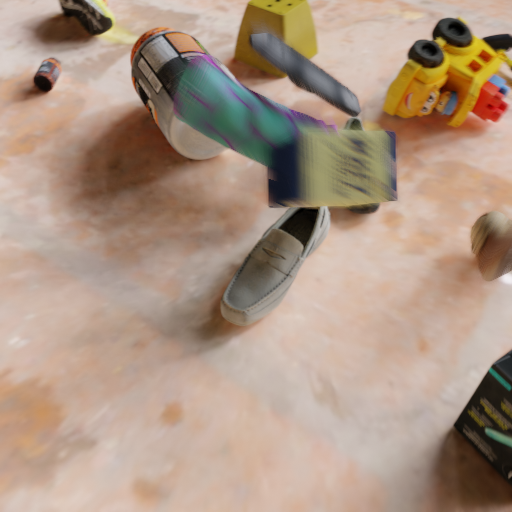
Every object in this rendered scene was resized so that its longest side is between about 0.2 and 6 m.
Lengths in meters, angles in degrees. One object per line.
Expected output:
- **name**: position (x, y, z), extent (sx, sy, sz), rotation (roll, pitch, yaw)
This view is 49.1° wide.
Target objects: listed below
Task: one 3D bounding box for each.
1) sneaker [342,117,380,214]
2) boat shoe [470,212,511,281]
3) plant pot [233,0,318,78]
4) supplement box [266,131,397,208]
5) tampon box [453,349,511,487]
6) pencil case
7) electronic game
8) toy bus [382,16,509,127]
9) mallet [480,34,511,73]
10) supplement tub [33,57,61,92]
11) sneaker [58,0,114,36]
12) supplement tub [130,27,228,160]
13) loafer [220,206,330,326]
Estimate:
- **sneaker**: position (1.642, -1.540, 9.246), extent (0.713, 0.852, 1.925), rotation (-3, 50, -4)
- **boat shoe**: position (3.206, -0.194, 7.580), extent (0.755, 1.995, 0.716), rotation (-36, 87, 19)
- **plant pot**: position (0.433, -4.795, 11.834), extent (1.383, 1.220, 1.383), rotation (29, 55, 24)
- **supplement box**: position (0.900, -1.050, 7.018), extent (1.245, 0.837, 1.246), rotation (-4, 4, -15)
- **tampon box**: position (3.000, 1.680, 5.982), extent (0.927, 1.469, 1.101), rotation (-26, 54, -22)
- **pencil case**: position (-0.044, -2.066, 8.473), extent (2.360, 1.091, 1.004), rotation (23, 38, -21)
- **electronic game**: position (0.791, -2.900, 9.014), extent (2.123, 0.442, 2.123), rotation (30, 22, -14)
- **toy bus**: position (3.686, -3.120, 10.425), extent (2.014, 1.424, 2.098), rotation (42, 62, 12)
- **mallet**: position (5.445, -4.013, 11.748), extent (0.657, 0.410, 1.994), rotation (-16, 54, -7)
- **supplement tub**: position (-4.236, -3.722, 11.427), extent (0.424, 0.424, 0.793), rotation (2, 49, 2)
- **sneaker**: position (-3.793, -5.858, 13.034), extent (0.971, 0.841, 2.151), rotation (-30, 55, -27)
- **supplement tub**: position (-1.298, -3.002, 10.062), extent (1.531, 1.531, 2.499), rotation (-20, 51, -17)
- **loafer**: position (0.289, -0.023, 7.901), extent (0.835, 0.834, 2.389), rotation (24, 53, 20)
